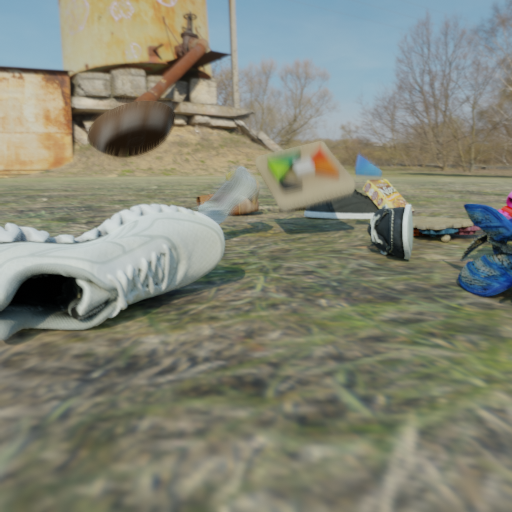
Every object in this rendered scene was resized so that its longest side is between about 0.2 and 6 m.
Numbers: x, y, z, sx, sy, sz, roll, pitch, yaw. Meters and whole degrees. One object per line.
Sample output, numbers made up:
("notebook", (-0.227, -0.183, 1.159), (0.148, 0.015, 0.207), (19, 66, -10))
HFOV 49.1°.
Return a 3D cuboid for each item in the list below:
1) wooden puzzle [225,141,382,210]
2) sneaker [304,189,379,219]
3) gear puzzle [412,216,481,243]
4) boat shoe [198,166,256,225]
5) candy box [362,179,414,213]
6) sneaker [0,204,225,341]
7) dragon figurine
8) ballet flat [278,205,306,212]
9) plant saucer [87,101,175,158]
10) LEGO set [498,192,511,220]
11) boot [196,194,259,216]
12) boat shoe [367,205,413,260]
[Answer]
("wooden puzzle", (0.996, -1.824, 12.172), (2.990, 0.350, 2.017), (-20, 45, -13))
("sneaker", (2.809, -1.795, 16.172), (2.844, 1.410, 1.005), (0, 8, -10))
("gear puzzle", (3.660, -0.645, 12.893), (1.569, 0.397, 3.029), (-7, 9, -23))
("boat shoe", (-0.749, -1.136, 11.491), (1.649, 0.529, 0.608), (-40, 37, 1))
("candy box", (3.753, -1.604, 15.947), (0.793, 0.380, 1.374), (-7, 51, -36))
("sneaker", (-1.630, 0.213, 6.202), (3.303, 1.241, 1.339), (-12, 27, -37))
("dragon figurine", (3.369, -0.096, 7.353), (1.965, 1.163, 3.952), (-3, 12, -15))
("ballet flat", (1.536, -1.754, 18.567), (2.053, 0.476, 0.692), (-8, 13, -39))
("plant saucer", (-1.762, -1.755, 8.083), (1.297, 0.237, 1.297), (-19, -14, -5))
("LEGO set", (5.024, -0.566, 8.686), (2.616, 1.073, 0.998), (15, 18, -35))
("boot", (-0.966, -1.643, 17.403), (1.783, 0.881, 2.297), (-5, 19, -8))
("boat shoe", (2.404, -0.430, 10.110), (0.782, 0.980, 2.593), (3, -1, 13))
